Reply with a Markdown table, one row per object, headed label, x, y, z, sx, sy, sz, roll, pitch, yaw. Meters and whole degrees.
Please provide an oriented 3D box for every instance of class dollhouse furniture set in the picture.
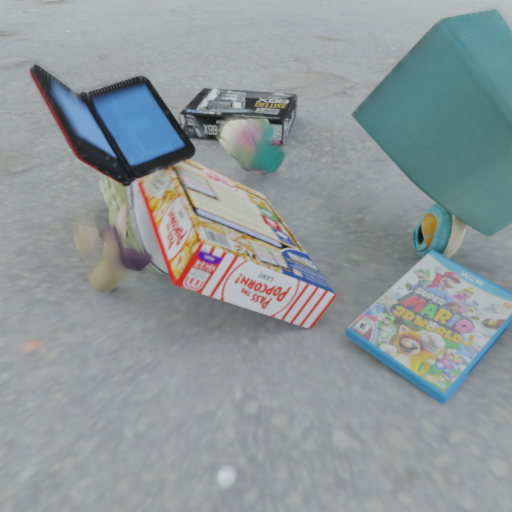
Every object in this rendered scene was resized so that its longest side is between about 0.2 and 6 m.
| label | x | y | z | sx | sy | sz | roll | pitch | yaw |
| --- | --- | --- | --- | --- | --- | --- | --- | --- | --- |
| dollhouse furniture set | -2.281 | -0.179 | 8.233 | 1.058 | 1.335 | 0.947 | 16 | 53 | -31 |

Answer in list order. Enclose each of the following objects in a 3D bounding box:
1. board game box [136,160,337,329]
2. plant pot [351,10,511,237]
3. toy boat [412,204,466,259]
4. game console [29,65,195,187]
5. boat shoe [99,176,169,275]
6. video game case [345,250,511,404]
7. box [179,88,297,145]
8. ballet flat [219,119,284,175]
| label | x | y | z | sx | sy | sz | roll | pitch | yaw |
| --- | --- | --- | --- | --- | --- | --- | --- | --- | --- |
| board game box | -0.417 | -0.383 | 8.333 | 2.300 | 0.703 | 3.037 | 22 | 23 | -32 |
| plant pot | 3.191 | -1.774 | 8.052 | 1.877 | 1.876 | 2.655 | -27 | 78 | -40 |
| toy boat | 2.787 | -0.098 | 8.696 | 0.711 | 1.286 | 1.530 | 4 | 66 | -4 |
| game console | -1.990 | -2.015 | 7.857 | 1.098 | 1.594 | 1.849 | -39 | 66 | 10 |
| boat shoe | -1.949 | -0.635 | 9.571 | 1.032 | 1.198 | 3.328 | -36 | 38 | 6 |
| video game case | 2.472 | 0.854 | 7.652 | 1.522 | 0.189 | 2.127 | 34 | 54 | 31 |
| box | -0.368 | -3.489 | 13.841 | 2.545 | 0.633 | 2.007 | 7 | 35 | 11 |
| ballet flat | -0.117 | -2.101 | 10.527 | 0.980 | 0.952 | 2.754 | 32 | 7 | 7 |
